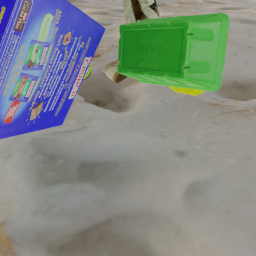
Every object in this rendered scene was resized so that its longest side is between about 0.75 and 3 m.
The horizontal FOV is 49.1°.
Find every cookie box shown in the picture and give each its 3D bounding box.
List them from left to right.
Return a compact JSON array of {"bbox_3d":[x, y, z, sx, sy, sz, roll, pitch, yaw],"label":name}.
[{"bbox_3d":[-1.761,-1.136,4.945,1.075,2.448,2.862,29,12,10],"label":"cookie box"}]

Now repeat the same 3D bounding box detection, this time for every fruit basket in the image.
[{"bbox_3d":[1.191,-1.593,6.390,2.464,1.777,2.464,3,14,-1],"label":"fruit basket"}]

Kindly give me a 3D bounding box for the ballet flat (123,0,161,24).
[{"bbox_3d":[0.342,-2.973,6.802,0.920,2.729,0.851,-38,58,-2],"label":"ballet flat"}]

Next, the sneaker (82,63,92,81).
[{"bbox_3d":[-1.676,-2.504,8.625,0.772,0.846,2.090,-26,64,12],"label":"sneaker"}]

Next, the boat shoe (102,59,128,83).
[{"bbox_3d":[0.003,-2.102,9.115,0.654,0.727,2.014,38,48,17],"label":"boat shoe"}]
